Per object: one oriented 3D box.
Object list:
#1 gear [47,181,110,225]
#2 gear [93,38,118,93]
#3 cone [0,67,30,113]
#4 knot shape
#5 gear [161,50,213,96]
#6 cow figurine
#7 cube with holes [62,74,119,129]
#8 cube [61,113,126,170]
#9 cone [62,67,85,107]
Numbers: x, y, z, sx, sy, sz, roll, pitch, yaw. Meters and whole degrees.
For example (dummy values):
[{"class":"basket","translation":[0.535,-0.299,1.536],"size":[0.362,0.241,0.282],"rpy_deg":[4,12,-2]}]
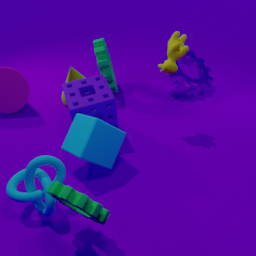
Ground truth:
[{"class":"gear","translation":[-0.871,1.329,4.936],"size":[1.147,1.147,0.212],"rpy_deg":[18,64,25]},{"class":"gear","translation":[-0.822,-2.292,10.453],"size":[0.369,1.996,1.996],"rpy_deg":[-14,33,3]},{"class":"cone","translation":[-4.059,-1.323,9.892],"size":[1.496,1.496,1.502],"rpy_deg":[-3,8,-5]},{"class":"knot shape","translation":[-1.919,1.166,5.743],"size":[1.144,1.223,0.565],"rpy_deg":[2,-8,11]},{"class":"gear","translation":[2.319,-2.232,10.892],"size":[2.097,0.388,2.097],"rpy_deg":[13,55,-20]},{"class":"cow figurine","translation":[1.232,-2.014,7.700],"size":[0.540,0.968,0.983],"rpy_deg":[16,56,-21]},{"class":"cube with holes","translation":[-1.078,-0.594,8.101],"size":[1.232,1.232,1.232],"rpy_deg":[-16,47,-11]},{"class":"cube","translation":[-0.841,0.317,6.852],"size":[0.976,0.976,0.976],"rpy_deg":[28,-8,-39]},{"class":"cone","translation":[-1.798,-1.597,9.619],"size":[1.337,1.342,1.337],"rpy_deg":[-3,55,4]}]
